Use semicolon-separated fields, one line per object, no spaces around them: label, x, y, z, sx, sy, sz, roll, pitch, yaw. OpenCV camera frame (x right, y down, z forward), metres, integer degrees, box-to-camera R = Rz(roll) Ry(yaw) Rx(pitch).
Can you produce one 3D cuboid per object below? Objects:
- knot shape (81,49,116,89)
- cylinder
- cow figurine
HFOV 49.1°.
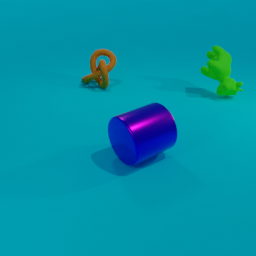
knot shape;-1.274;-2.342;11.673;0.805;1.630;1.742;26;50;-38
cylinder;0.336;0.132;6.730;1.225;1.225;1.225;-22;34;-29
cow figurine;3.608;-2.081;10.532;1.674;0.934;1.702;28;68;-7
